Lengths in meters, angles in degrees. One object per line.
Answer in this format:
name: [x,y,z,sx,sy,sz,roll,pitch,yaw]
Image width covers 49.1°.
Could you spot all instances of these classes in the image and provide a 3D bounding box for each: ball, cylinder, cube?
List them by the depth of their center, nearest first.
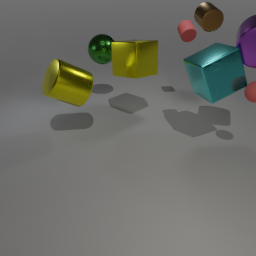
cylinder: [2.502,-3.449,8.709,0.700,0.700,0.700,-5,41,-8]
ball: [4.145,-1.171,9.072,0.700,0.700,0.700,0,29,0]
cylinder: [4.353,-2.904,9.321,1.400,1.400,1.400,9,37,16]
cube: [2.970,-1.911,9.606,1.400,1.400,1.400,-27,27,-2]
cylinder: [-2.215,-1.635,10.283,1.400,1.400,1.400,17,16,-36]
cube: [0.293,-2.887,11.603,1.400,1.400,1.400,16,26,40]
cylinder: [2.626,-4.312,12.473,0.700,0.700,0.700,-4,53,-7]
ball: [-1.215,-3.754,13.377,1.400,1.400,1.400,0,29,0]
